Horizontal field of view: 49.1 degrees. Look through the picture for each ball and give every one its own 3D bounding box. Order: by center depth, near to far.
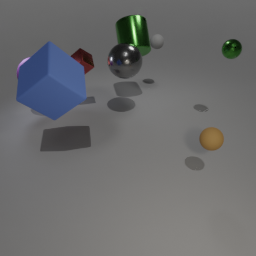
[{"bbox_3d":[2.470,0.323,8.284,0.700,0.700,0.700,0,32,0],"label":"ball"},{"bbox_3d":[3.752,-2.852,10.129,0.700,0.700,0.700,0,32,0],"label":"ball"},{"bbox_3d":[-0.122,-2.668,11.152,1.400,1.400,1.400,0,32,0],"label":"ball"},{"bbox_3d":[-3.769,-2.163,11.381,1.400,1.400,1.400,0,32,0],"label":"ball"},{"bbox_3d":[1.406,-4.201,13.638,0.700,0.700,0.700,0,32,0],"label":"ball"}]

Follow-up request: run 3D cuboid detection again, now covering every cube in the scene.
[{"bbox_3d":[-2.231,-1.339,8.249,1.400,1.400,1.400,-30,51,25],"label":"cube"},{"bbox_3d":[-1.931,-2.752,11.701,0.700,0.700,0.700,20,48,-49],"label":"cube"}]

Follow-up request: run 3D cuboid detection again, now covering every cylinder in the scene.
[{"bbox_3d":[0.222,-3.942,12.221,1.400,1.400,1.400,-8,-6,-1],"label":"cylinder"}]
